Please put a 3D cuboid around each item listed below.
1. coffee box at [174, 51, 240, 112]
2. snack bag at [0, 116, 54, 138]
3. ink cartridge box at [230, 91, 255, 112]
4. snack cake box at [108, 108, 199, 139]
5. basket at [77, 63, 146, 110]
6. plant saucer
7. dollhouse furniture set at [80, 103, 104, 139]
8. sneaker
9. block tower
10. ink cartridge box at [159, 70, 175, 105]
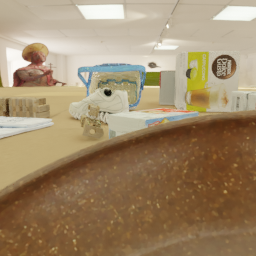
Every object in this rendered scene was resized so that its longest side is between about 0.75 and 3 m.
[{"bbox_3d":[3.513,-2.149,12.916,2.526,2.551,2.555,1,10,6],"label":"coffee box"},{"bbox_3d":[-3.708,-0.075,8.081,2.168,0.246,2.299,5,12,22],"label":"snack bag"},{"bbox_3d":[2.885,-0.210,6.282,0.663,1.169,1.595,1,11,-1],"label":"ink cartridge box"},{"bbox_3d":[0.651,-0.043,6.686,2.023,0.680,1.164,-10,13,-44],"label":"snack cake box"},{"bbox_3d":[-0.511,-1.802,11.664,2.597,2.049,2.946,1,-19,6],"label":"basket"},{"bbox_3d":[0.314,0.850,0.292,2.604,0.476,2.604,-11,34,7],"label":"plant saucer"},{"bbox_3d":[-0.827,-0.299,6.960,0.490,0.780,0.882,12,22,-19],"label":"dollhouse furniture set"},{"bbox_3d":[-0.999,-0.810,9.658,2.869,1.163,1.078,7,14,42],"label":"sneaker"},{"bbox_3d":[-4.353,-0.775,10.516,2.771,0.748,0.801,3,10,13],"label":"block tower"},{"bbox_3d":[2.678,-2.277,15.675,1.806,1.815,2.497,1,10,8],"label":"ink cartridge box"}]
